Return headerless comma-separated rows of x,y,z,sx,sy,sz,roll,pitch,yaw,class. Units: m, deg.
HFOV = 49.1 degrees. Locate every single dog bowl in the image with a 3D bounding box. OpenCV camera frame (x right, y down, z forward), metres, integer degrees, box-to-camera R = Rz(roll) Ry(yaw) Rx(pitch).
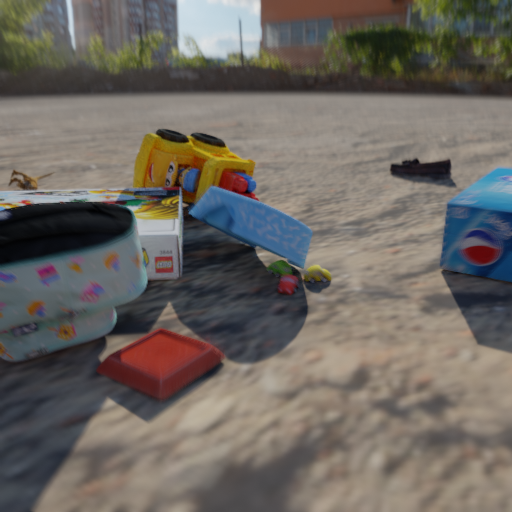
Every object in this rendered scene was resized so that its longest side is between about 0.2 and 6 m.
-0.076,-0.553,9.855,1.480,0.658,2.655,28,-2,-40,dog bowl

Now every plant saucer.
-1.138,1.212,6.705,1.123,0.206,1.125,11,23,34,plant saucer

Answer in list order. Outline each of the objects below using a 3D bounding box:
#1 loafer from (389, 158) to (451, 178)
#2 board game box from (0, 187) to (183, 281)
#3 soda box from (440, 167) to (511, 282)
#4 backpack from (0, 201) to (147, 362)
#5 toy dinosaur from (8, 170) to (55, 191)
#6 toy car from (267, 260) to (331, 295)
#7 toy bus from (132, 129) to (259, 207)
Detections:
4.942,-2.711,16.830,1.835,0.578,0.660,11,23,27,loafer
-3.896,-0.436,10.208,5.067,0.877,3.198,-2,21,-7,board game box
4.706,-0.737,10.563,1.288,1.218,3.797,13,24,32,soda box
-2.561,0.185,7.277,2.270,1.740,1.996,-20,26,-16,backpack
-6.167,-1.997,15.260,0.962,0.547,1.811,20,19,-20,toy dinosaur
0.562,0.268,9.260,1.103,0.246,1.038,-15,25,-36,toy car
-1.134,-1.674,12.446,2.353,1.663,2.451,31,23,35,toy bus
